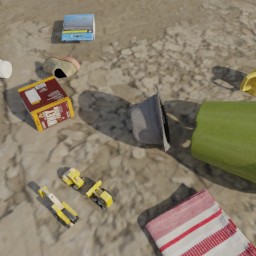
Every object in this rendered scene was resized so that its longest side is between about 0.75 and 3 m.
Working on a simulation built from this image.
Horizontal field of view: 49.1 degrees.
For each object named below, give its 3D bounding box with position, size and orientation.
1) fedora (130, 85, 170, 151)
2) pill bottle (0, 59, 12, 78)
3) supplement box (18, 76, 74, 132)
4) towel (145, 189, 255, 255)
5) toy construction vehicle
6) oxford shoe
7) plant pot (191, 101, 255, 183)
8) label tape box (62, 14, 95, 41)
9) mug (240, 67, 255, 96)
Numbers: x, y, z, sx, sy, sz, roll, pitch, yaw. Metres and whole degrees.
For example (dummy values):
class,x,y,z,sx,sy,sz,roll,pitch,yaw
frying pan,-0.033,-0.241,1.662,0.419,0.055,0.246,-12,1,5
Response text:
class,x,y,z,sx,sy,sz,roll,pitch,yaw
fedora,0.673,-0.225,8.920,1.055,2.336,2.066,-10,78,12
pill bottle,-5.595,-2.446,11.364,1.508,0.902,0.902,8,53,6
supplement box,-2.946,-0.892,10.141,1.406,0.947,1.426,-27,57,-19
towel,2.075,3.187,7.213,2.109,0.333,2.929,-28,53,-14
toy construction vehicle,-1.508,1.950,8.162,1.806,0.636,1.573,37,61,25
oxford shoe,-2.832,-2.352,11.053,2.126,0.753,0.785,8,53,44
plant pot,3.489,0.304,8.357,2.839,2.990,2.990,13,53,26
label tape box,-2.290,-4.526,13.137,1.408,0.650,1.965,-3,55,-1
mug,5.193,-1.892,10.771,1.149,1.178,1.435,31,59,21
